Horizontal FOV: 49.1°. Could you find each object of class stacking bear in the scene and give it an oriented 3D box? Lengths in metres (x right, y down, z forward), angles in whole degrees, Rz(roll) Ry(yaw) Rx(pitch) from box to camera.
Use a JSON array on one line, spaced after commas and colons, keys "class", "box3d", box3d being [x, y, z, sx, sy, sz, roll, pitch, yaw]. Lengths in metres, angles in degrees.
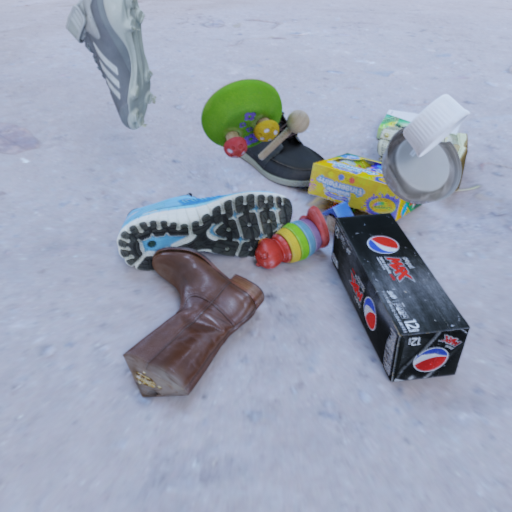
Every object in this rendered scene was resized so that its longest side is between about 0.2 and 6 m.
[{"class": "stacking bear", "box3d": [0.580, -0.220, 10.083, 1.355, 0.823, 0.771, -27, 83, -22]}]

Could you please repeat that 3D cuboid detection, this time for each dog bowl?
[{"class": "dog bowl", "box3d": [2.560, -1.401, 8.814, 1.282, 0.376, 1.282, 3, 75, -13]}]

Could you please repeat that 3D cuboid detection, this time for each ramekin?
[{"class": "ramekin", "box3d": [2.537, -1.871, 7.992, 0.907, 0.907, 0.442, -33, 80, -37]}]

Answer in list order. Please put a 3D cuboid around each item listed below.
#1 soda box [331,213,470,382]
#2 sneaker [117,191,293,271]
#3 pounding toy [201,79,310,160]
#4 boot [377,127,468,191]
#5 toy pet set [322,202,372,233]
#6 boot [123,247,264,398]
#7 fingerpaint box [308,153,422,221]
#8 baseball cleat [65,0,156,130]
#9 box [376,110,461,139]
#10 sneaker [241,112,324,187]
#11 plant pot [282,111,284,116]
[{"class": "soda box", "box3d": [2.118, 0.512, 8.828, 1.072, 0.960, 3.030, -5, 37, -8]}, {"class": "sneaker", "box3d": [-0.937, -0.774, 10.400, 3.283, 1.287, 1.476, -8, 33, -11]}, {"class": "pounding toy", "box3d": [0.003, -1.971, 9.005, 1.746, 1.348, 0.810, 15, 46, -42]}, {"class": "boot", "box3d": [3.739, -2.293, 12.774, 1.982, 0.924, 2.563, 12, 32, 15]}, {"class": "toy pet set", "box3d": [1.791, -0.909, 11.138, 1.013, 0.576, 1.085, -26, 43, -31]}, {"class": "boot", "box3d": [-1.359, 0.945, 8.510, 2.243, 0.773, 2.407, 18, 44, 26]}, {"class": "fingerpaint box", "box3d": [2.321, -1.481, 11.518, 1.944, 0.713, 1.622, 22, 28, 28]}, {"class": "baseball cleat", "box3d": [-2.501, -3.458, 9.697, 1.360, 2.555, 0.891, 16, 42, 11]}, {"class": "box", "box3d": [4.275, -3.320, 14.678, 1.962, 0.357, 1.416, 12, 37, 18]}, {"class": "sneaker", "box3d": [0.476, -2.746, 12.795, 1.136, 1.614, 3.038, -27, 44, -32]}, {"class": "plant pot", "box3d": [0.243, -3.639, 14.766, 0.865, 0.849, 0.847, -3, 34, -21]}]
